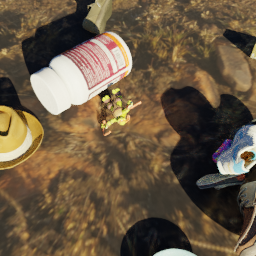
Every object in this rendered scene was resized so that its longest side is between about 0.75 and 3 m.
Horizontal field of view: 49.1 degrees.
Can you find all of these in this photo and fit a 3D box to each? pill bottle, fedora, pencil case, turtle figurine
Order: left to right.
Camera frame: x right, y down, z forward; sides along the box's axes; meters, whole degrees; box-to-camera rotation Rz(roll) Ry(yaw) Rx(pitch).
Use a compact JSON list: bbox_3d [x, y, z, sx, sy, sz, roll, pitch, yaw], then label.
[{"bbox_3d":[-3.385,0.068,7.551,2.146,0.875,2.146,0,50,0],"label":"fedora"},{"bbox_3d":[-1.372,-1.700,8.594,1.573,1.573,2.871,37,58,27],"label":"pill bottle"},{"bbox_3d":[-0.234,-0.538,7.984,0.488,1.515,1.221,20,38,-42],"label":"turtle figurine"},{"bbox_3d":[2.451,0.588,7.108,0.350,0.350,0.791,32,48,24],"label":"pencil case"}]

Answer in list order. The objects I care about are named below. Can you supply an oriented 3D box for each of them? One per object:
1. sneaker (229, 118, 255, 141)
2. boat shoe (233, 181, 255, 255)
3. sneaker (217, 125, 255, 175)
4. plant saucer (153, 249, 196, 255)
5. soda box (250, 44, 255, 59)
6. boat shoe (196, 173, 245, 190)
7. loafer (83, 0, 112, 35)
[{"bbox_3d":[3.566,0.180,7.698,1.392,0.532,0.797,-26,56,-17],"label":"sneaker"},{"bbox_3d":[2.876,1.695,6.166,0.961,1.014,2.678,30,47,27],"label":"boat shoe"},{"bbox_3d":[2.855,0.514,6.702,1.719,0.658,0.694,-43,18,-32],"label":"sneaker"},{"bbox_3d":[0.937,3.133,5.317,1.547,0.298,1.547,1,50,-1],"label":"plant saucer"},{"bbox_3d":[5.443,-2.632,10.040,1.816,0.581,0.615,24,53,20],"label":"soda box"},{"bbox_3d":[2.260,1.304,6.807,1.159,0.362,0.412,-17,18,4],"label":"boat shoe"},{"bbox_3d":[-1.230,-4.918,11.731,0.871,0.982,2.584,11,50,3],"label":"loafer"}]
